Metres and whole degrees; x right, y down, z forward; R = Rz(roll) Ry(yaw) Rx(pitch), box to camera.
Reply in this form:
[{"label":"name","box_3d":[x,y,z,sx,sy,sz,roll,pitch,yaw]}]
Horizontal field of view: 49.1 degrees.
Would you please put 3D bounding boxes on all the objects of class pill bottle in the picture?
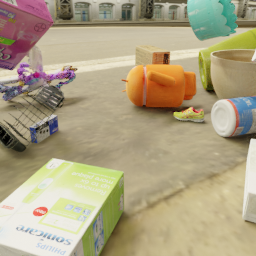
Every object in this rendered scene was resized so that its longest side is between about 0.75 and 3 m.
[{"label":"pill bottle","box_3d":[3.307,-0.358,7.638,1.804,1.013,1.013,-8,25,-17]}]

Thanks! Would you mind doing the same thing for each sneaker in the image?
[{"label":"sneaker","box_3d":[1.864,-0.449,8.557,0.949,0.429,0.371,5,26,15]}]

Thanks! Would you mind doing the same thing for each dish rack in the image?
[{"label":"dish rack","box_3d":[-2.511,-0.375,7.151,1.475,0.524,1.923,28,77,45]}]

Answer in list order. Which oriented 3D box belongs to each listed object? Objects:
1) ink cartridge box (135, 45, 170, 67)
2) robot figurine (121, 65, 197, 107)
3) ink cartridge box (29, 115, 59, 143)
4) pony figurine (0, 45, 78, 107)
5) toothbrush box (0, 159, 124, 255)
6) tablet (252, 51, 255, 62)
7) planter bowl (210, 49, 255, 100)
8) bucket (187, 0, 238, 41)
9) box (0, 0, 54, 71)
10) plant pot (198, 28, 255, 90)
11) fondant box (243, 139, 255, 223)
[{"label":"ink cartridge box","box_3d":[0.938,-2.412,11.427,0.771,1.692,2.054,-7,25,-16]},{"label":"robot figurine","box_3d":[1.019,-1.442,9.534,2.505,1.461,1.802,0,28,1]},{"label":"ink cartridge box","box_3d":[-2.222,0.009,7.497,0.208,0.443,0.942,10,26,19]},{"label":"pony figurine","box_3d":[-3.255,-1.703,9.906,2.656,2.212,2.564,-13,14,7]},{"label":"toothbrush box","box_3d":[-0.995,1.318,4.092,1.370,0.810,1.881,8,27,18]},{"label":"tablet","box_3d":[3.765,-2.847,6.333,0.190,1.810,2.782,33,61,-6]},{"label":"planter bowl","box_3d":[3.958,-1.433,9.058,2.710,1.824,2.710,1,24,0]},{"label":"bucket","box_3d":[2.358,-3.192,7.806,0.957,1.471,1.471,-9,15,37]},{"label":"box","box_3d":[-3.106,-2.417,6.562,1.954,0.945,1.719,-33,-19,29]},{"label":"plant pot","box_3d":[4.161,-2.513,11.186,2.443,2.537,2.537,-9,23,9]},{"label":"fondant box","box_3d":[2.957,0.989,5.085,1.496,0.604,2.073,10,27,21]}]
